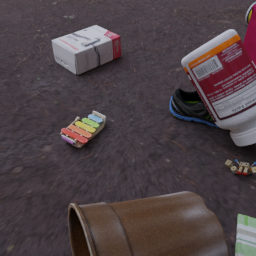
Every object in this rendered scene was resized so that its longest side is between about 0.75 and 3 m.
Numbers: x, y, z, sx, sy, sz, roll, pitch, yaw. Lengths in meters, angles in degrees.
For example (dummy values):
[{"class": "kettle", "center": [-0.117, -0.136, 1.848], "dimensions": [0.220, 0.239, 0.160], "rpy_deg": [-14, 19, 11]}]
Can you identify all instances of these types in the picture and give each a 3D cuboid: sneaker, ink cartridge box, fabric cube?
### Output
[{"class": "sneaker", "center": [2.504, -0.666, 8.343], "dimensions": [2.498, 1.035, 0.886], "rpy_deg": [10, 44, 10]}, {"class": "ink cartridge box", "center": [-1.636, -3.188, 11.254], "dimensions": [2.276, 0.965, 1.657], "rpy_deg": [-33, 51, -30]}, {"class": "fabric cube", "center": [5.610, -2.435, 9.131], "dimensions": [2.699, 2.648, 2.691], "rpy_deg": [-13, 43, -13]}]

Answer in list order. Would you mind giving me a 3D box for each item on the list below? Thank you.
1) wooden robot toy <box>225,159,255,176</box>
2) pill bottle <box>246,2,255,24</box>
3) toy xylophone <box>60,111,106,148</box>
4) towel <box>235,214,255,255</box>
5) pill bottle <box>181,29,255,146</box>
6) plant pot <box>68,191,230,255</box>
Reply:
[{"class": "wooden robot toy", "center": [2.866, 1.063, 6.955], "dimensions": [0.876, 0.397, 0.386], "rpy_deg": [5, 55, 46]}, {"class": "pill bottle", "center": [6.800, -5.217, 13.399], "dimensions": [1.143, 1.143, 2.041], "rpy_deg": [-23, 46, -24]}, {"class": "toy xylophone", "center": [-1.349, 0.018, 8.080], "dimensions": [1.057, 0.363, 1.444], "rpy_deg": [18, 44, 20]}, {"class": "towel", "center": [2.624, 2.405, 5.531], "dimensions": [0.991, 0.204, 1.328], "rpy_deg": [15, 41, 12]}, {"class": "pill bottle", "center": [2.669, -0.975, 7.240], "dimensions": [1.534, 1.534, 2.716], "rpy_deg": [-34, 96, -33]}, {"class": "plant pot", "center": [0.310, 2.087, 4.605], "dimensions": [2.142, 2.163, 2.163], "rpy_deg": [-8, 42, -21]}]
